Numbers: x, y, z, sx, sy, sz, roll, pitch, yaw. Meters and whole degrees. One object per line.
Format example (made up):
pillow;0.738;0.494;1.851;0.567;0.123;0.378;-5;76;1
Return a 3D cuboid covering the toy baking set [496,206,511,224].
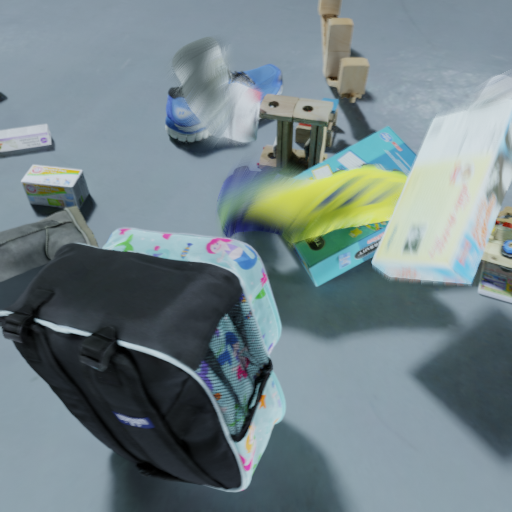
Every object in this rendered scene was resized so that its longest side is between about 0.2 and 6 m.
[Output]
toy baking set;4.261;-0.749;10.960;1.856;0.216;1.425;35;53;28

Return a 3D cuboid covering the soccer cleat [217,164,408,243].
soccer cleat;1.013;-0.717;9.097;3.341;1.080;1.398;2;56;7

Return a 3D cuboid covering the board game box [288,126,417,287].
board game box;1.797;-0.969;10.288;2.773;0.651;2.093;-28;51;0

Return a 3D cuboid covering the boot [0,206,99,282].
boot;-4.078;0.141;9.615;2.592;0.940;2.356;-18;35;-25

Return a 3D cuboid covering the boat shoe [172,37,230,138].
boat shoe;-0.958;-3.259;10.545;0.957;0.833;2.597;-20;48;3

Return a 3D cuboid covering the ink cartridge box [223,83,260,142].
ink cartridge box;-0.320;-2.765;10.857;0.414;0.977;0.712;6;0;44

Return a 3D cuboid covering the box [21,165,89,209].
box;-4.026;-1.381;11.238;1.093;0.615;0.554;7;47;8

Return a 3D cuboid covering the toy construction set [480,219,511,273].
toy construction set;4.262;-0.591;9.955;2.341;1.078;1.535;8;55;43

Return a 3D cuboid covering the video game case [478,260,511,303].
video game case;4.422;0.473;9.874;0.906;0.100;0.824;17;49;14

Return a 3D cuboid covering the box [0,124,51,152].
box;-5.561;-2.584;12.528;1.831;0.354;0.379;-12;48;-10

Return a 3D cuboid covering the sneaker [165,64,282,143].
sneaker;-0.661;-3.828;12.946;3.241;1.445;1.273;-32;55;-27

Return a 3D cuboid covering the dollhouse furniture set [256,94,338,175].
dollhouse furniture set;0.940;-2.977;12.142;1.444;1.452;2.060;11;49;10

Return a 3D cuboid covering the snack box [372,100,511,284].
snack box;2.757;-0.897;7.943;1.510;0.482;2.599;4;66;61

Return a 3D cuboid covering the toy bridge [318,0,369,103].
toy bridge;2.063;-5.164;14.105;0.622;1.536;4.571;0;48;-2

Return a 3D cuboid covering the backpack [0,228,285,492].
backpack;-1.083;1.327;6.928;2.903;3.270;2.462;6;41;30

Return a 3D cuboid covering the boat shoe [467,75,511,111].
boat shoe;3.681;-2.176;9.090;0.547;1.542;0.538;22;61;4
